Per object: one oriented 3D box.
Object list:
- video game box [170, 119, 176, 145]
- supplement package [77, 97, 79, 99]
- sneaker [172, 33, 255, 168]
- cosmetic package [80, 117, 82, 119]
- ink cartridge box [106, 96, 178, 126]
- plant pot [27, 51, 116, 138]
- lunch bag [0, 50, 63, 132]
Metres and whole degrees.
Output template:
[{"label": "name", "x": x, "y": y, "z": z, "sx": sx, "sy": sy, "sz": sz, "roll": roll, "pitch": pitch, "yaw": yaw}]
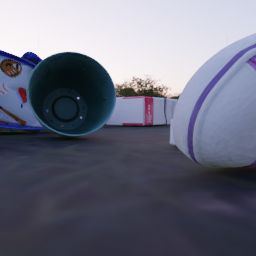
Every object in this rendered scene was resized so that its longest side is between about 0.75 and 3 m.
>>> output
[{"label": "video game box", "x": 1.474, "y": 0.039, "z": 3.148, "sx": 1.373, "sy": 0.353, "sz": 1.507, "roll": -7, "pitch": 6, "yaw": -44}, {"label": "supplement package", "x": -1.466, "y": -0.967, "z": 10.918, "sx": 1.273, "sy": 1.289, "sz": 2.125, "roll": 1, "pitch": 17, "yaw": 10}, {"label": "sneaker", "x": 1.495, "y": -0.119, "z": 1.536, "sx": 2.317, "sy": 0.840, "sz": 1.321, "roll": -15, "pitch": 28, "yaw": -16}, {"label": "cosmetic package", "x": -2.044, "y": -0.494, "z": 9.155, "sx": 1.594, "sy": 0.899, "sz": 0.647, "roll": -2, "pitch": -2, "yaw": 1}, {"label": "ink cartridge box", "x": 0.592, "y": -0.610, "z": 10.605, "sx": 1.749, "sy": 1.019, "sz": 2.416, "roll": 2, "pitch": 3, "yaw": 38}, {"label": "plant pot", "x": -0.933, "y": -0.415, "z": 4.477, "sx": 1.266, "sy": 1.266, "sz": 1.016, "roll": -1, "pitch": -10, "yaw": -19}, {"label": "lunch bag", "x": -2.744, "y": -0.746, "z": 6.055, "sx": 2.912, "sy": 1.803, "sz": 2.476, "roll": 14, "pitch": -5, "yaw": -29}]
